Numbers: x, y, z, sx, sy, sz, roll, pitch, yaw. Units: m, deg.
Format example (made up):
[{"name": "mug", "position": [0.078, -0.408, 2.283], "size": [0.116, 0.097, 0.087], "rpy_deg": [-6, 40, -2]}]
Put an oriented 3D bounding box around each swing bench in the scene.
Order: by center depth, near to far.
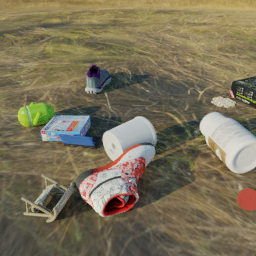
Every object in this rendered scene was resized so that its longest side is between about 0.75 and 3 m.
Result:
[{"name": "swing bench", "position": [-2.135, 1.935, 7.643], "size": [1.032, 0.670, 1.027], "rpy_deg": [14, 32, 12]}]

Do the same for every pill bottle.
[{"name": "pill bottle", "position": [3.438, 0.391, 9.618], "size": [1.294, 1.294, 2.263], "rpy_deg": [-7, 31, -13]}]

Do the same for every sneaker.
[{"name": "sneaker", "position": [0.043, 1.484, 8.130], "size": [2.844, 0.950, 1.524], "rpy_deg": [-23, 38, -29]}, {"name": "sneaker", "position": [-1.587, -2.996, 15.458], "size": [1.111, 1.307, 2.987], "rpy_deg": [3, 31, 6]}]

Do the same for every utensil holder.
[{"name": "utensil holder", "position": [0.047, 0.402, 9.686], "size": [1.466, 1.246, 1.246], "rpy_deg": [-23, 37, -33]}]

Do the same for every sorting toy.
[{"name": "sorting toy", "position": [3.946, 2.036, 7.749], "size": [1.802, 0.625, 0.620], "rpy_deg": [9, 4, 13]}]

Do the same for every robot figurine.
[{"name": "robot figurine", "position": [-3.851, -0.542, 11.664], "size": [1.507, 0.872, 1.322], "rpy_deg": [-15, 34, -26]}]

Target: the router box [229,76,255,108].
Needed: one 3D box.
[{"name": "router box", "position": [6.655, -1.647, 13.589], "size": [2.027, 0.840, 2.705], "rpy_deg": [-16, 35, -26]}]

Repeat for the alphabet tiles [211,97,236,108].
[{"name": "alphabet tiles", "position": [4.686, -1.278, 13.727], "size": [1.064, 0.079, 1.087], "rpy_deg": [-12, 33, -20]}]

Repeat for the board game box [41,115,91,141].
[{"name": "board game box", "position": [-2.387, -0.010, 10.990], "size": [1.512, 0.431, 1.544], "rpy_deg": [2, 25, 7]}]

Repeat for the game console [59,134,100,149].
[{"name": "game console", "position": [-1.758, 0.323, 10.310], "size": [1.236, 0.731, 1.055], "rpy_deg": [5, 30, 9]}]
